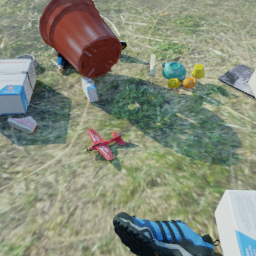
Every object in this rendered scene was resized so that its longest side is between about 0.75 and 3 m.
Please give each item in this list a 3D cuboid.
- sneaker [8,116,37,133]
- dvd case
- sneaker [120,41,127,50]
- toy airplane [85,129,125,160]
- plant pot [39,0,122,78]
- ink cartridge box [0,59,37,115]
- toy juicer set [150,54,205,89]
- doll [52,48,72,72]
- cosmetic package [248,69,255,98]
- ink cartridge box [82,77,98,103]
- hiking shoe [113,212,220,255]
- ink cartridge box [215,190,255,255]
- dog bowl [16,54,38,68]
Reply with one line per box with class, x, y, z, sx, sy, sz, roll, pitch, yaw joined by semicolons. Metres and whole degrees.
sneaker;-3.650;-0.209;9.780;0.991;0.373;0.518;20;59;9
dvd case;5.196;-1.887;11.661;1.716;0.184;2.308;-31;53;-28
sneaker;-0.644;-3.788;13.263;1.210;0.423;0.544;-1;32;25
toy airplane;-0.722;0.463;9.209;1.455;0.268;1.455;2;49;-2
plant pot;-1.707;-3.439;10.915;2.589;2.589;2.518;-26;63;-24
ink cartridge box;-4.653;-1.630;10.819;1.706;0.984;2.351;-2;45;-2
toy juicer set;1.832;-2.194;11.688;2.471;0.672;1.572;18;56;19
doll;-2.477;-3.164;12.568;2.636;0.639;1.799;27;74;27
cosmetic package;6.045;-1.616;10.675;2.399;0.853;1.262;1;51;-6
ink cartridge box;-1.502;-1.516;10.963;0.369;0.628;0.858;-16;47;-16
hiking shoe;0.844;2.618;6.700;2.504;0.932;1.086;25;42;11
ink cartridge box;3.602;2.543;6.029;2.868;1.214;2.073;1;46;1
dog bowl;-4.643;-2.977;12.688;1.039;0.305;1.039;0;45;0
